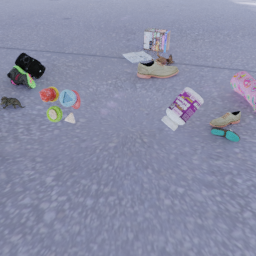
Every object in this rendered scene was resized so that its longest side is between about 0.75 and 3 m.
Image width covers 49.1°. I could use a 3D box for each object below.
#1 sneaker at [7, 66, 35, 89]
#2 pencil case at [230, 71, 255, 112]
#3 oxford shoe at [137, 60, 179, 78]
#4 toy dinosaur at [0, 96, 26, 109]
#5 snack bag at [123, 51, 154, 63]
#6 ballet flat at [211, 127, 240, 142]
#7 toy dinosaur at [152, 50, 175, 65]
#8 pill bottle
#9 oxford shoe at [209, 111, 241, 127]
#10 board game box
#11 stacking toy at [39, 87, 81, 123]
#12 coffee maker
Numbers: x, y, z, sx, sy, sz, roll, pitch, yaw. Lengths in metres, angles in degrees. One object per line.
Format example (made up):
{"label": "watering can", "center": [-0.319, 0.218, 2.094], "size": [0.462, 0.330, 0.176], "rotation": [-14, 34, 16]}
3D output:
{"label": "sneaker", "center": [-4.997, -2.225, 13.083], "size": [0.827, 0.757, 1.974], "rotation": [-44, 50, -17]}
{"label": "pencil case", "center": [5.195, -1.512, 11.718], "size": [1.014, 1.014, 2.320], "rotation": [-5, 36, -7]}
{"label": "oxford shoe", "center": [1.514, -2.951, 13.886], "size": [2.121, 0.783, 0.751], "rotation": [-6, 36, -9]}
{"label": "toy dinosaur", "center": [-4.801, -1.073, 11.516], "size": [1.193, 0.459, 0.610], "rotation": [-1, 41, 4]}
{"label": "snack bag", "center": [0.601, -4.109, 16.088], "size": [1.433, 0.153, 1.351], "rotation": [-15, 37, -21]}
{"label": "ballet flat", "center": [3.459, 0.169, 9.851], "size": [1.039, 0.353, 0.355], "rotation": [22, 33, 28]}
{"label": "toy dinosaur", "center": [1.857, -3.535, 14.885], "size": [1.066, 0.675, 1.573], "rotation": [19, 45, 15]}
{"label": "pill bottle", "center": [1.894, -0.644, 9.937], "size": [1.482, 0.832, 0.832], "rotation": [-50, 44, 5]}
{"label": "oxford shoe", "center": [3.637, -0.377, 10.485], "size": [1.316, 0.486, 0.466], "rotation": [-15, 38, -20]}
{"label": "board game box", "center": [1.737, -5.326, 16.930], "size": [1.463, 1.166, 0.709], "rotation": [14, 37, 18]}
{"label": "stacking toy", "center": [-1.689, -0.543, 6.795], "size": [0.977, 0.884, 0.413], "rotation": [7, 8, 16]}
{"label": "coffee maker", "center": [-4.916, -3.211, 13.804], "size": [0.930, 1.326, 1.380], "rotation": [-41, 48, -23]}
